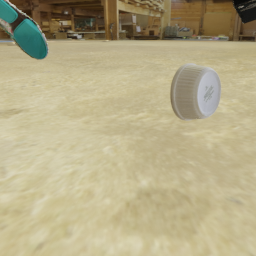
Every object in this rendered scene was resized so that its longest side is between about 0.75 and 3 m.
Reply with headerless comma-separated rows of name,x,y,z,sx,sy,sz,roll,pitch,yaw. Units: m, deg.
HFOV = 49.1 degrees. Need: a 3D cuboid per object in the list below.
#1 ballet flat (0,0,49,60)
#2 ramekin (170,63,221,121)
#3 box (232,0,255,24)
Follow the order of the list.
ballet flat,-3.283,-3.084,8.129,0.953,2.521,0.806,-39,39,2
ramekin,0.941,-0.476,3.772,0.789,0.789,0.368,-19,20,-41
box,1.607,-2.271,3.653,0.584,1.480,1.044,-9,3,27
